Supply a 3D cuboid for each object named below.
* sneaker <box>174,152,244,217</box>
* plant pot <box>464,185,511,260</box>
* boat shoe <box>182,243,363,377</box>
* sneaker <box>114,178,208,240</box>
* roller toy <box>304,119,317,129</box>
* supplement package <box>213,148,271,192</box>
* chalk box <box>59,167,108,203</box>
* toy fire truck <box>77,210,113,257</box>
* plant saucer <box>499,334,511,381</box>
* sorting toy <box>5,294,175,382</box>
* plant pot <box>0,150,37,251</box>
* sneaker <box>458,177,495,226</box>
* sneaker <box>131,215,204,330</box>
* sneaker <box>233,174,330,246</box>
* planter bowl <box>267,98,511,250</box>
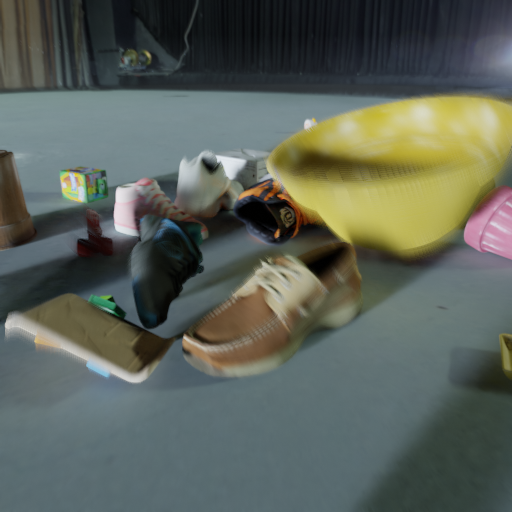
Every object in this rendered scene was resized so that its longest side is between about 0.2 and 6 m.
[{"bbox_3d":[-0.815,-1.500,11.261,0.963,1.170,2.544,8,14,15],"label":"sneaker"},{"bbox_3d":[4.096,-0.419,8.926,1.134,1.134,1.015,-16,41,-35],"label":"plant pot"},{"bbox_3d":[0.271,0.474,6.499,1.026,1.002,2.712,19,27,38],"label":"boat shoe"},{"bbox_3d":[-1.741,-0.825,9.953,1.938,1.013,0.730,12,22,26],"label":"sneaker"},{"bbox_3d":[2.099,-4.938,21.324,0.382,0.547,0.499,-9,10,-22],"label":"roller toy"},{"bbox_3d":[-0.187,-1.937,13.023,1.530,0.848,1.192,16,25,38],"label":"supplement package"},{"bbox_3d":[-3.716,-1.565,12.360,1.036,0.646,0.642,12,24,31],"label":"chalk box"},{"bbox_3d":[-2.587,-0.361,8.981,0.485,0.727,0.865,-2,1,-8],"label":"toy fire truck"},{"bbox_3d":[3.013,1.153,5.902,0.840,0.203,0.840,7,21,19],"label":"plant saucer"},{"bbox_3d":[-1.651,0.827,6.172,1.455,0.290,1.969,22,7,0],"label":"sorting toy"},{"bbox_3d":[-4.700,-1.007,9.706,1.534,1.518,1.534,0,20,0],"label":"plant pot"},{"bbox_3d":[3.624,-1.451,11.282,1.023,1.222,2.693,-19,27,-37],"label":"sneaker"},{"bbox_3d":[-1.110,0.092,7.211,0.878,0.785,2.144,1,35,-5],"label":"sneaker"},{"bbox_3d":[1.056,-0.762,9.825,3.192,1.238,1.788,0,22,29],"label":"sneaker"},{"bbox_3d":[2.017,-1.072,8.241,3.529,1.470,3.529,-11,27,6],"label":"planter bowl"}]
